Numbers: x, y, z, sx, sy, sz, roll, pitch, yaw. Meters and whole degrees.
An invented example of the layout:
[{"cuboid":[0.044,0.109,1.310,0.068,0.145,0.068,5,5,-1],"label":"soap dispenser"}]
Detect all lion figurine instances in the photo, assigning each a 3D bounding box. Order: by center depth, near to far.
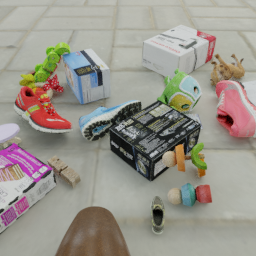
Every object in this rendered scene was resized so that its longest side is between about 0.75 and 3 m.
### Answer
[{"cuboid":[4.323,-2.421,11.809,2.240,0.812,1.372,-10,61,-21],"label":"lion figurine"}]

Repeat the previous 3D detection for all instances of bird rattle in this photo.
[{"cuboid":[-3.383,-1.406,10.863,1.672,0.942,1.363,9,55,-6],"label":"bird rattle"}]

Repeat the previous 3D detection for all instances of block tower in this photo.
[{"cuboid":[-1.808,1.234,7.968,1.147,0.310,0.332,33,52,31],"label":"block tower"}]

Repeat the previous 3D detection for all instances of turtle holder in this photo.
[{"cuboid":[1.829,-1.191,9.927,1.293,1.383,1.821,35,28,14],"label":"turtle holder"}]

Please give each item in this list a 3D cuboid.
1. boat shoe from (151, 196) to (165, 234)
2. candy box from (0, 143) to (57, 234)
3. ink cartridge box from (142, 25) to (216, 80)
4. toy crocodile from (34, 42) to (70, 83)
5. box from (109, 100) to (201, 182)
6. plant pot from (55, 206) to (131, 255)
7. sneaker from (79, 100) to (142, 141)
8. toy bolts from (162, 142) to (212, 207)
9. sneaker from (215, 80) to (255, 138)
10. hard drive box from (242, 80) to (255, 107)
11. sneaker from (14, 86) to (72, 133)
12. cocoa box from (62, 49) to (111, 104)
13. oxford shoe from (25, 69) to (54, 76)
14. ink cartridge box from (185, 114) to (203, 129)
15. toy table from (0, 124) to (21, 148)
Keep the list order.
[{"cuboid":[0.750,2.103,6.970,0.363,0.303,1.014,2,41,2],"label":"boat shoe"},{"cuboid":[-3.356,1.633,7.157,1.705,0.763,2.500,26,48,26],"label":"candy box"},{"cuboid":[2.310,-3.518,12.757,2.089,1.180,2.846,33,50,31],"label":"ink cartridge box"},{"cuboid":[-3.157,-2.472,11.179,0.708,2.292,0.774,27,22,-36],"label":"toy crocodile"},{"cuboid":[0.823,0.293,8.561,2.186,0.941,1.790,-32,50,-31],"label":"box"},{"cuboid":[-0.684,2.569,5.550,1.771,1.771,1.895,-2,31,-3],"label":"plant pot"},{"cuboid":[-0.602,-0.501,9.523,2.397,0.939,1.078,-22,42,-23],"label":"sneaker"},{"cuboid":[1.550,1.300,7.487,1.089,1.500,1.570,-8,73,10],"label":"toy bolts"},{"cuboid":[3.526,-0.765,9.708,1.244,1.057,2.869,-8,42,-7],"label":"sneaker"},{"cuboid":[4.765,-1.016,10.305,1.293,0.637,1.659,-11,42,-13],"label":"hard drive box"},{"cuboid":[-2.850,-0.641,9.269,2.613,1.109,1.006,28,18,25],"label":"sneaker"},{"cuboid":[-1.640,-2.062,10.999,1.273,1.294,1.940,-18,44,-20],"label":"cocoa box"},{"cuboid":[-3.829,-2.426,12.052,1.443,0.508,0.540,-30,43,-31],"label":"oxford shoe"},{"cuboid":[2.074,-0.171,9.689,0.860,0.175,0.859,0,41,0],"label":"ink cartridge box"},{"cuboid":[-3.869,0.383,8.699,1.094,0.641,1.006,-17,44,-17],"label":"toy table"}]
